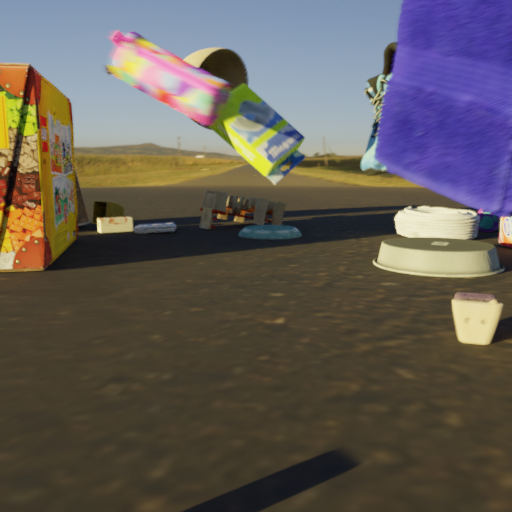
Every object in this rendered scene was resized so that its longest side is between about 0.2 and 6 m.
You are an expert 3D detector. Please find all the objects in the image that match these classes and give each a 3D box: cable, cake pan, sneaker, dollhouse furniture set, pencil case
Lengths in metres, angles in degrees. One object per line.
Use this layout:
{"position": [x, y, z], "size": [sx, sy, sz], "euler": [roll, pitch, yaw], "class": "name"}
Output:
{"position": [4.234, -0.745, 13.215], "size": [1.909, 0.661, 1.909], "euler": [8, 13, 36], "class": "cable"}
{"position": [3.057, -0.019, 9.457], "size": [2.113, 0.388, 2.113], "euler": [0, 9, 0], "class": "cake pan"}
{"position": [2.647, -3.044, 11.571], "size": [1.363, 3.031, 1.188], "euler": [27, -17, -26], "class": "sneaker"}
{"position": [-0.524, -1.144, 15.636], "size": [2.020, 1.052, 2.042], "euler": [8, 3, -34], "class": "dollhouse furniture set"}
{"position": [6.162, -0.985, 14.866], "size": [0.644, 0.593, 1.393], "euler": [33, 19, 17], "class": "pencil case"}
{"position": [3.067, -0.106, 5.920], "size": [1.843, 1.651, 2.326], "euler": [3, 9, 19], "class": "dollhouse furniture set"}
{"position": [-1.465, -2.969, 9.393], "size": [2.031, 0.898, 0.898], "euler": [29, 13, 5], "class": "pencil case"}

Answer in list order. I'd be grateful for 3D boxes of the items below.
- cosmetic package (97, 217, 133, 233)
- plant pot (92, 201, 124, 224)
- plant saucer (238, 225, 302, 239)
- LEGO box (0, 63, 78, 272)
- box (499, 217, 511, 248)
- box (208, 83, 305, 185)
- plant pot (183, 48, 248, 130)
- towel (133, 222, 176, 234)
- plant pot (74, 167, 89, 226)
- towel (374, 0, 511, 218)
{"position": [-3.652, -0.804, 14.496], "size": [0.830, 0.362, 0.429], "euler": [-5, 10, -28], "class": "cosmetic package"}
{"position": [-4.269, -1.235, 16.358], "size": [0.695, 0.691, 0.711], "euler": [8, 4, 41], "class": "plant pot"}
{"position": [0.338, -0.594, 13.688], "size": [1.557, 0.213, 1.557], "euler": [0, 10, 0], "class": "plant saucer"}
{"position": [-4.495, -1.611, 10.490], "size": [1.653, 3.190, 4.283], "euler": [-2, 9, -11], "class": "LEGO box"}
{"position": [6.352, -0.718, 11.289], "size": [2.458, 1.173, 1.225], "euler": [-2, 9, -12], "class": "box"}
{"position": [0.042, -2.399, 10.945], "size": [1.164, 1.910, 0.455], "euler": [-44, -6, -34], "class": "box"}
{"position": [-1.243, -3.957, 13.033], "size": [1.221, 1.818, 1.818], "euler": [26, 23, 35], "class": "plant pot"}
{"position": [-2.634, -0.734, 14.697], "size": [1.086, 0.176, 1.479], "euler": [-3, 8, -7], "class": "towel"}
{"position": [-5.784, -1.496, 14.868], "size": [1.646, 1.857, 1.859], "euler": [-12, 7, 8], "class": "plant pot"}
{"position": [3.171, -2.851, 8.000], "size": [1.035, 4.178, 3.085], "euler": [-18, 35, -38], "class": "towel"}
